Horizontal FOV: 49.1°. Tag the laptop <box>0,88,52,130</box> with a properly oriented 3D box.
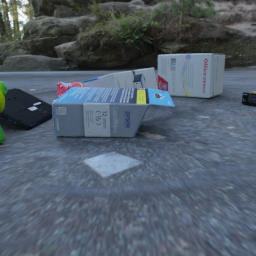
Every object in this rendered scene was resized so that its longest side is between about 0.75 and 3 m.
[{"bbox_3d":[-3.984,-0.344,8.743,2.862,1.478,2.536,27,16,1],"label":"laptop"}]

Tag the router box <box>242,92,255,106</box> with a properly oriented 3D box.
[{"bbox_3d":[5.808,-1.107,11.040,1.540,0.511,1.958,-7,15,-27],"label":"router box"}]

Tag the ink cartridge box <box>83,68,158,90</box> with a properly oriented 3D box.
[{"bbox_3d":[-0.257,-1.707,11.468,1.827,1.071,2.494,-3,13,44],"label":"ink cartridge box"}]

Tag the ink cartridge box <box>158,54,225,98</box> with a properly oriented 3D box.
[{"bbox_3d":[3.240,-2.727,14.347,2.860,2.078,2.068,10,17,35],"label":"ink cartridge box"}]

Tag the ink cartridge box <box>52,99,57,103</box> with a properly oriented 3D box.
[{"bbox_3d":[-2.259,-0.886,10.341,0.687,0.399,0.953,3,18,13],"label":"ink cartridge box"}]

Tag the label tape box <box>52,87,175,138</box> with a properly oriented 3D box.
[{"bbox_3d":[-0.317,-0.472,7.451,2.850,0.942,2.042,3,19,2],"label":"label tape box"}]

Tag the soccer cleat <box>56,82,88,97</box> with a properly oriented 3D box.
[{"bbox_3d":[-2.061,-1.382,10.078,0.671,0.586,1.756,-9,11,-33],"label":"soccer cleat"}]

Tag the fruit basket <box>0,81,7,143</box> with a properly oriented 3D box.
[{"bbox_3d":[-3.373,-0.348,6.429,1.687,1.217,1.687,-7,26,4],"label":"fruit basket"}]
